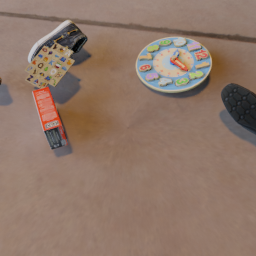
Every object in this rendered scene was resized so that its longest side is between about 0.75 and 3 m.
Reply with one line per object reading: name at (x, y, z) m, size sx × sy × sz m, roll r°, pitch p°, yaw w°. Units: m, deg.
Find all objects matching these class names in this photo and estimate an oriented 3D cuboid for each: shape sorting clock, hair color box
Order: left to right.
hair color box at (-2.024, -0.276, 7.253) m, size 0.472 × 0.782 × 1.540 m, roll -19°, pitch 51°, yaw -12°
shape sorting clock at (1.409, -2.060, 8.755) m, size 2.353 × 0.462 × 2.353 m, roll -2°, pitch 56°, yaw 3°

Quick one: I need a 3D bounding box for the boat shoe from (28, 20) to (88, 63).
boat shoe at (-2.224, -2.536, 8.903) m, size 1.945 × 0.688 × 0.883 m, roll -44°, pitch 75°, yaw -5°

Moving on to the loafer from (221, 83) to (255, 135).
loafer at (3.444, -0.226, 7.274) m, size 2.457 × 0.834 × 0.862 m, roll 46°, pitch 27°, yaw 15°

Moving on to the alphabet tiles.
alphabet tiles at (-2.243, -1.783, 8.019) m, size 1.205 × 0.046 × 1.448 m, roll 28°, pitch 75°, yaw 20°

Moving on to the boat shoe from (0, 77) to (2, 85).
boat shoe at (-4.014, -1.633, 8.025) m, size 1.432 × 0.542 × 0.529 m, roll 28°, pitch 94°, yaw 38°
